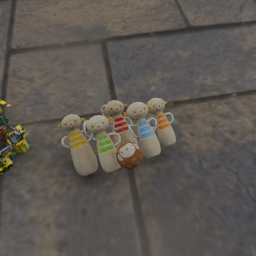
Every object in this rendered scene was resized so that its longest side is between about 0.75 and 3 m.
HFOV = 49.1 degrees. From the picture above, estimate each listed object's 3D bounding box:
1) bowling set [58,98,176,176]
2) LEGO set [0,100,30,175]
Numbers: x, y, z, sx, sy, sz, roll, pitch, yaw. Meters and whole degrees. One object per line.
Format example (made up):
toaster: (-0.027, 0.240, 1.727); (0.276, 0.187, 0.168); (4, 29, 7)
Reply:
bowling set: (-0.061, 0.027, 6.434); (2.934, 2.042, 1.575); (-20, 91, -12)
LEGO set: (-3.798, -0.077, 7.169); (1.878, 1.415, 2.442); (-29, 61, -18)
